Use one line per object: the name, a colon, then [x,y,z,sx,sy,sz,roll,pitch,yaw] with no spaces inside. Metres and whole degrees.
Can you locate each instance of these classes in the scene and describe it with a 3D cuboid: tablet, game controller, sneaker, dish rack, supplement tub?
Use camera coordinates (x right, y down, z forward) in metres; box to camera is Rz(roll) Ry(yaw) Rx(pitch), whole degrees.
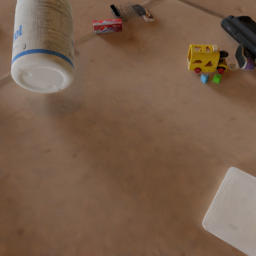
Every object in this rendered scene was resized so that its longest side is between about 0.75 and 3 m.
tablet: [2.900,1.899,5.390,2.526,0.172,1.644,28,56,20]
game controller: [4.143,-2.985,9.228,1.284,0.518,2.461,-7,50,-24]
sneaker: [3.625,-2.157,8.608,0.458,0.396,1.047,12,54,-10]
dish rack: [0.022,-4.308,10.280,1.192,0.325,0.914,-18,54,-8]
supplement tub: [-2.246,-2.314,7.532,1.573,1.573,2.385,-5,68,-4]

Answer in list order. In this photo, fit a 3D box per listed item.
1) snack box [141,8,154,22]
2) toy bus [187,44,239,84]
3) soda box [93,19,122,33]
snack box: [0.689,-4.195,10.364,0.293,0.099,0.814,-14,52,-11]
toy bus: [2.444,-2.081,8.248,1.412,0.730,1.333,-35,59,-25]
soda box: [-0.703,-3.530,9.688,0.991,0.314,0.347,-7,51,-5]
